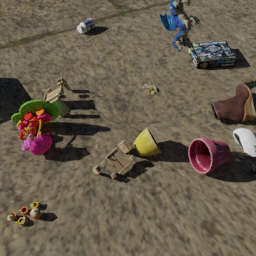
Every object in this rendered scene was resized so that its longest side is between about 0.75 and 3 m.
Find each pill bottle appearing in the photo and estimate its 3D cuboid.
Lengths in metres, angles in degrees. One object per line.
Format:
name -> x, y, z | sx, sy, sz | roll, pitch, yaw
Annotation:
pill bottle -> -2.375, -5.752, 15.803 | 0.550, 0.550, 0.991 | 32, 56, 25

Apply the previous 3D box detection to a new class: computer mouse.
computer mouse -> 4.558, 0.687, 10.264 | 1.120, 0.448, 2.043 | -13, 50, -9

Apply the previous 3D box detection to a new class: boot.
boot -> 4.286, -1.107, 11.645 | 1.643, 0.715, 1.975 | 0, 52, -2

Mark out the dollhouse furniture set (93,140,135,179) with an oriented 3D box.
dollhouse furniture set -> -0.461, 1.203, 9.817 | 1.482, 0.656, 0.768 | -41, 91, -20

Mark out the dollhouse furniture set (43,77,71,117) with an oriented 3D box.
dollhouse furniture set -> -2.962, -1.256, 11.906 | 0.908, 0.776, 1.752 | -27, 38, 17

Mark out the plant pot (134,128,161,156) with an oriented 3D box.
plant pot -> 0.644, 0.607, 10.101 | 0.718, 1.011, 1.011 | -31, 51, 7

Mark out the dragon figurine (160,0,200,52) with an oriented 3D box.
dragon figurine -> 1.852, -4.352, 10.967 | 0.844, 2.869, 1.427 | -41, 17, -24

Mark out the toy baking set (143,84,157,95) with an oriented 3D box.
toy baking set -> 0.988, -1.785, 12.657 | 0.597, 0.090, 0.778 | -6, 49, -5

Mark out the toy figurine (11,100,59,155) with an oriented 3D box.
toy figurine -> -3.487, 0.184, 10.339 | 1.934, 1.452, 1.780 | -18, 57, 13

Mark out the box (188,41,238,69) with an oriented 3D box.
box -> 4.215, -3.703, 14.071 | 2.038, 0.469, 1.620 | -6, 49, -5

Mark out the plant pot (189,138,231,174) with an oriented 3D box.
plant pot -> 2.889, 0.898, 9.697 | 1.076, 1.202, 1.202 | -6, 47, -26

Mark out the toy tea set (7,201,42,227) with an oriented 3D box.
toy tea set -> -3.165, 2.631, 8.613 | 1.030, 0.381, 0.613 | -24, 53, -19
